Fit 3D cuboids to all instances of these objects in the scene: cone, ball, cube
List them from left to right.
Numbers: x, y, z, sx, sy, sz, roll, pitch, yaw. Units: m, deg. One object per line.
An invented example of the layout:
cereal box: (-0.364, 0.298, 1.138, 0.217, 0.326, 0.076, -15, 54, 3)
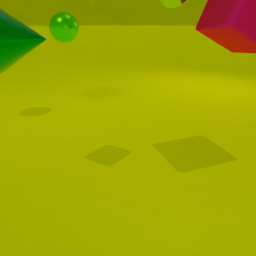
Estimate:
cone: (-1.534, -1.189, 3.753, 1.083, 1.079, 1.079, 7, 23, 22)
ball: (-2.020, -3.175, 8.848, 0.925, 0.925, 0.925, 0, 22, 0)
cube: (2.576, -2.520, 6.167, 1.311, 1.311, 1.311, 20, 7, -25)

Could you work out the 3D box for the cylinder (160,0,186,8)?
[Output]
cylinder: (0.904, -3.098, 5.987, 0.739, 0.739, 0.739, 13, -4, 29)
